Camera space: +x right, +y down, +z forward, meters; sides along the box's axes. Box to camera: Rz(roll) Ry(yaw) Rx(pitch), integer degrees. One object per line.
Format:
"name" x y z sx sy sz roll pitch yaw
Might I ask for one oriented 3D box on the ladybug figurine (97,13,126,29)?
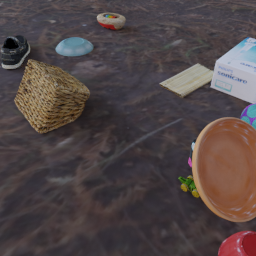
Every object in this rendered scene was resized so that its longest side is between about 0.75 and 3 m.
"ladybug figurine" -0.941 -5.883 15.457 1.756 0.632 1.192 24 45 25

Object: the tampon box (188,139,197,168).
"tampon box" 2.216 0.918 7.166 0.774 0.919 1.227 -13 42 -15

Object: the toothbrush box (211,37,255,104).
"toothbrush box" 4.816 -2.251 10.706 2.048 1.193 2.798 29 48 30

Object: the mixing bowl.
"mixing bowl" 2.446 2.501 5.520 1.191 0.645 1.191 0 39 0

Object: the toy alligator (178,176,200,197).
"toy alligator" 1.779 1.542 6.872 1.224 0.294 0.406 24 50 35

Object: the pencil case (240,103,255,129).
"pencil case" 4.026 0.099 7.547 1.021 1.108 2.398 24 17 -17

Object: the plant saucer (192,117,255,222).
"plant saucer" 2.089 0.814 5.671 2.053 0.384 2.053 5 77 -24

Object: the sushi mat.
"sushi mat" 2.506 -1.952 11.182 2.490 0.151 1.191 -30 48 -31

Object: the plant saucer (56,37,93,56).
"plant saucer" -2.578 -3.997 13.458 1.822 0.351 1.822 0 41 0

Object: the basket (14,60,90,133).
"basket" -2.556 -1.020 9.624 1.659 1.731 2.324 7 25 -48

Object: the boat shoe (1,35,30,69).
"boat shoe" -5.076 -3.676 12.633 1.001 0.943 2.788 -5 38 -4
